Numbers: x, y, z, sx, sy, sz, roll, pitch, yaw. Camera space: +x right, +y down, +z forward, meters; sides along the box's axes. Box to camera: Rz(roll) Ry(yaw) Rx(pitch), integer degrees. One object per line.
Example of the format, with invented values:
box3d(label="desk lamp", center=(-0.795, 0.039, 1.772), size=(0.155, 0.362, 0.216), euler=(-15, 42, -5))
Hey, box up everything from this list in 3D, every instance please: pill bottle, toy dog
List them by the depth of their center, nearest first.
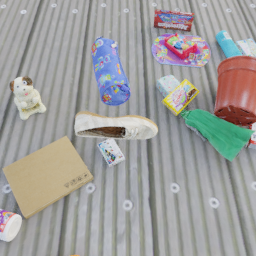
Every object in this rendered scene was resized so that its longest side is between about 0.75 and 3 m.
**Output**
box3d(label="pill bottle", center=(-4.206, 2.928, 8.782), size=(1.472, 0.820, 0.820), euler=(14, 57, 9))
box3d(label="toy dog", center=(-4.075, -1.364, 11.264), size=(1.082, 1.550, 1.503), euler=(-16, 58, -12))

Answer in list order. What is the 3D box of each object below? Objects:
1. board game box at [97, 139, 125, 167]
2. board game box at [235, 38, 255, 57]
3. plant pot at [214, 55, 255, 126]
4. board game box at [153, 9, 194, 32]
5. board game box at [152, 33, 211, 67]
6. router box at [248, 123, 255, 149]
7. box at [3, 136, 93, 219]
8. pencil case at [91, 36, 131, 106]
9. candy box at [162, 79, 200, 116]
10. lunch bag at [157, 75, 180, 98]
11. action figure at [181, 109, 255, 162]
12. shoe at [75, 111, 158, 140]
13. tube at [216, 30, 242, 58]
box3d(label="board game box", center=(-0.641, 0.899, 10.554), size=(0.651, 0.178, 1.031), euler=(-24, 59, -15))
box3d(label="board game box", center=(5.979, -3.845, 13.754), size=(0.869, 0.221, 1.293), euler=(-13, 57, -9))
box3d(label="plant pot", center=(4.383, -1.332, 10.970), size=(2.146, 2.146, 2.087), euler=(16, 69, 10))
box3d(label="board game box", center=(2.327, -5.525, 14.415), size=(1.977, 1.018, 0.192), euler=(9, 60, 6))
box3d(label="board game box", center=(2.639, -4.049, 13.687), size=(2.912, 0.567, 2.300), euler=(7, 56, 4))
box3d(label="router box", center=(5.376, 0.363, 10.834), size=(1.292, 0.316, 1.160), euler=(13, 57, 9))
box3d(label="box", center=(-2.864, 1.631, 9.999), size=(2.584, 0.275, 2.112), euler=(-29, 60, -18))
box3d(label="pencil case", center=(-0.604, -1.997, 9.605), size=(1.112, 0.999, 2.561), euler=(-36, 51, 30))
box3d(label="candy box", center=(2.183, -1.287, 11.523), size=(0.831, 0.215, 1.626), euler=(43, 63, 7))
box3d(label="lunch bag", center=(1.861, -1.767, 12.211), size=(0.916, 0.440, 1.142), euler=(-22, 59, -17))
box3d(label="action figure", center=(3.201, 0.021, 10.809), size=(1.653, 0.765, 2.799), euler=(-40, 58, -22))
box3d(label="shoe", center=(-0.408, 0.080, 9.745), size=(2.933, 1.026, 0.783), euler=(7, 44, -4))
box3d(label="tube", center=(4.976, -3.753, 13.546), size=(0.872, 0.568, 2.253), euler=(-17, 62, -2))
